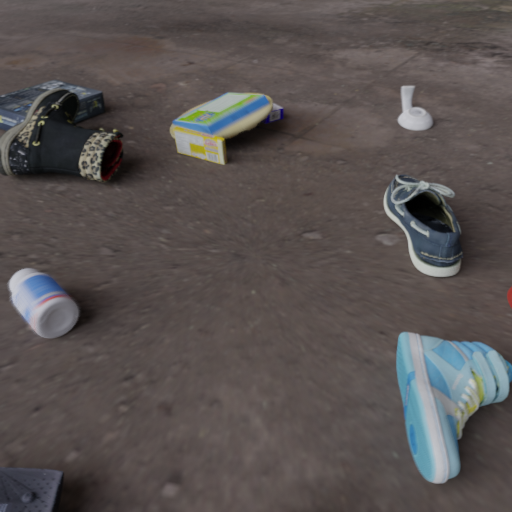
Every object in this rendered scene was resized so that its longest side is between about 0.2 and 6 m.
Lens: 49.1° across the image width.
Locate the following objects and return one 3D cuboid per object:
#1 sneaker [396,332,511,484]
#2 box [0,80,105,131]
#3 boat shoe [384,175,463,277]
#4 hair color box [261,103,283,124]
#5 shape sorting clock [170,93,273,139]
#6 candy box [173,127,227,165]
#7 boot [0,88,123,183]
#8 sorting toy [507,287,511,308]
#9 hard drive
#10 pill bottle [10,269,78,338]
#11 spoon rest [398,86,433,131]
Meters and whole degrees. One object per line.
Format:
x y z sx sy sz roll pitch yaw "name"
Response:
2.273 1.567 6.095 1.272 0.775 1.949 1 36 4 "sneaker"
-5.196 -3.646 13.746 1.823 0.590 2.311 20 39 28 "box"
2.765 -0.759 9.359 1.028 0.849 2.746 2 35 3 "boat shoe"
0.173 -3.644 13.992 0.543 0.322 0.994 -21 42 -27 "hair color box"
-0.804 -3.208 12.999 2.463 0.483 2.463 -14 30 9 "shape sorting clock"
-1.181 -2.321 11.795 1.182 0.604 0.156 18 48 20 "candy box"
-3.739 -2.505 11.738 2.221 1.062 2.941 8 41 8 "boot"
5.054 -0.323 8.367 1.306 1.297 3.765 27 44 33 "sorting toy"
-2.807 2.554 4.971 1.961 0.415 1.323 -1 35 -2 "hard drive"
-2.926 0.599 7.617 0.607 0.607 1.082 -26 43 -32 "pill bottle"
3.871 -3.564 13.852 0.819 0.499 1.648 0 48 2 "spoon rest"
